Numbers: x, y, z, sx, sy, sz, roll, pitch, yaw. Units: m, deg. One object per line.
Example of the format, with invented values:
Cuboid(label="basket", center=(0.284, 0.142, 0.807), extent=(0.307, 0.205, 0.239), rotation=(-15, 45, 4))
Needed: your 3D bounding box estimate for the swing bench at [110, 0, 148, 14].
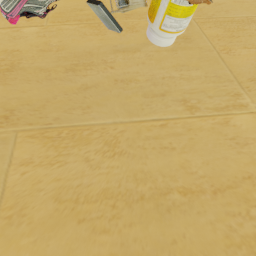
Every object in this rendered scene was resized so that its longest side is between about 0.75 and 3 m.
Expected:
Cuboid(label="swing bench", center=(-0.044, -4.588, 9.468), extent=(1.159, 1.153, 0.752), rotation=(1, 20, 35))

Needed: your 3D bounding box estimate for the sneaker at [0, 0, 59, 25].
Cuboid(label="sneaker", center=(-2.413, -3.641, 7.979), extent=(2.495, 0.932, 1.006), rotation=(-25, 12, -23))

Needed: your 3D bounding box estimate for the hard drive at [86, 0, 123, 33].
Cuboid(label="hard drive", center=(-0.704, -3.435, 8.600), extent=(0.188, 1.142, 0.797), rotation=(-51, 45, -1))

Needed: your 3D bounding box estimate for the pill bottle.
Cuboid(label="pill bottle", center=(1.482, -4.029, 9.303), extent=(1.486, 2.636, 1.486), rotation=(6, 61, -10))

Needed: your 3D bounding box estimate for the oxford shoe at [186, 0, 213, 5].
Cuboid(label="oxford shoe", center=(1.663, -3.147, 6.774), extent=(1.065, 0.380, 0.380), rotation=(-2, 54, -40))
